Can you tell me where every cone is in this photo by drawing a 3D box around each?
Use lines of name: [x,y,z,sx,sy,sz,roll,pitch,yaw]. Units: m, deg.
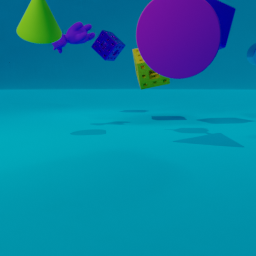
cone: [1.197,-2.073,5.873,1.607,1.607,1.613,4,31,23]
cone: [-2.008,-2.641,6.334,1.036,1.040,1.036,8,45,-8]

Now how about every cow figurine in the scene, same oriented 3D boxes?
cow figurine: [-1.706,-2.738,8.487,1.145,0.639,1.163,-20,7,26]

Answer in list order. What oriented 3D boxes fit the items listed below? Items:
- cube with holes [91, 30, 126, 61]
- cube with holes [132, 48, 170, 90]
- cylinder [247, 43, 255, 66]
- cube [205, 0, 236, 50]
cube with holes: [-0.892,-3.766,12.865,0.947,0.947,0.947,45,24,9]
cube with holes: [0.860,-2.281,10.390,1.108,1.108,1.108,-12,42,0]
cylinder: [4.875,-2.665,10.165,0.869,0.869,0.869,1,17,7]
cube: [2.410,-3.264,9.032,1.291,1.291,1.291,16,-2,-16]
